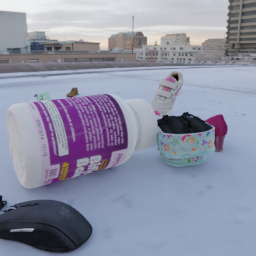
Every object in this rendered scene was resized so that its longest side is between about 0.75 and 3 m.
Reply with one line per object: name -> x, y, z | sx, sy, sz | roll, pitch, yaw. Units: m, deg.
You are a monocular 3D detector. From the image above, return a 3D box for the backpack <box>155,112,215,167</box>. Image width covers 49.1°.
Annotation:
backpack -> 1.309, 0.268, 6.499 | 1.317, 1.117, 1.483 | -6, 9, -5

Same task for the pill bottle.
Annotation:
pill bottle -> -0.880, 0.137, 6.016 | 2.964, 1.664, 1.664 | -11, 20, -31

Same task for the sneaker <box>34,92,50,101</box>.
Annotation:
sneaker -> -3.045, -0.826, 10.490 | 0.613, 0.983, 1.667 | -11, 21, -37

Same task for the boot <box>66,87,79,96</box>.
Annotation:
boot -> -3.077, -1.979, 15.394 | 0.428, 0.439, 1.163 | 6, 18, 13

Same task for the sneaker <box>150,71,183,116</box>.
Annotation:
sneaker -> 1.376, -1.312, 10.006 | 0.871, 0.945, 2.142 | 17, 51, 17

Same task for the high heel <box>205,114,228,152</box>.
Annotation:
high heel -> 2.241, -0.128, 8.080 | 0.700, 0.998, 2.077 | -4, 17, -14

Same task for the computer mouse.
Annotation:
computer mouse -> -1.652, 1.372, 3.907 | 2.097, 0.483, 1.472 | 6, 17, 21
